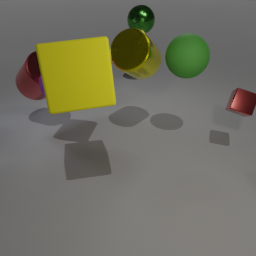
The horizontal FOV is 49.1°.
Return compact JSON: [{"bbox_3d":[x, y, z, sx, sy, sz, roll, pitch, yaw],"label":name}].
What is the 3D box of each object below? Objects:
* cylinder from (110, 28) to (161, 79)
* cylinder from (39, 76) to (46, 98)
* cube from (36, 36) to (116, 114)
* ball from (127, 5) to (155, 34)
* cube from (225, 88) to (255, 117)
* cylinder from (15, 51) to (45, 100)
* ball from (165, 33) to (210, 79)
[{"bbox_3d":[0.295,-2.477,9.544,1.400,1.400,1.400,12,3,21],"label":"cylinder"},{"bbox_3d":[-1.857,-1.591,8.807,1.400,1.400,1.400,6,45,11],"label":"cylinder"},{"bbox_3d":[-1.115,-1.225,6.217,1.400,1.400,1.400,-9,19,-7],"label":"cube"},{"bbox_3d":[0.662,-5.482,14.192,1.400,1.400,1.400,0,28,0],"label":"ball"},{"bbox_3d":[3.640,-0.810,8.960,0.700,0.700,0.700,20,3,7],"label":"cube"},{"bbox_3d":[-3.259,-1.907,10.333,1.400,1.400,1.400,-26,1,-39],"label":"cylinder"},{"bbox_3d":[1.899,-2.295,8.974,1.400,1.400,1.400,0,28,0],"label":"ball"}]
